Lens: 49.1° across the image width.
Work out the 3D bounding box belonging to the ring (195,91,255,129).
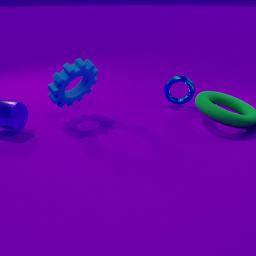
[{"bbox_3d":[3.111,-0.592,8.786,2.048,0.410,2.048,13,28,-7],"label":"ring"}]

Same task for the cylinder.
[{"bbox_3d":[-3.520,-0.392,8.207,0.832,0.832,0.832,9,27,16],"label":"cylinder"}]

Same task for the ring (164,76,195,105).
[{"bbox_3d":[1.841,-1.342,10.035,1.107,1.107,0.221,4,33,8],"label":"ring"}]

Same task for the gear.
[{"bbox_3d":[-1.678,-1.366,8.695,1.686,1.686,0.312,-26,65,-42],"label":"gear"}]
